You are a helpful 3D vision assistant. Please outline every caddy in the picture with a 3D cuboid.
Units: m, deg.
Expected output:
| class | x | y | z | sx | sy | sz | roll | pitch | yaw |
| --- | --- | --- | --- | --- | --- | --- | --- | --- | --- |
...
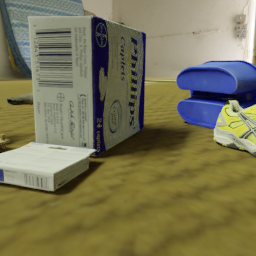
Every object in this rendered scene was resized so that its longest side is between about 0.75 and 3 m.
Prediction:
| class | x | y | z | sx | sy | sz | roll | pitch | yaw |
| --- | --- | --- | --- | --- | --- | --- | --- | --- | --- |
| caddy | 2.749 | -1.032 | 8.466 | 1.452 | 1.956 | 2.766 | -13 | 18 | -33 |

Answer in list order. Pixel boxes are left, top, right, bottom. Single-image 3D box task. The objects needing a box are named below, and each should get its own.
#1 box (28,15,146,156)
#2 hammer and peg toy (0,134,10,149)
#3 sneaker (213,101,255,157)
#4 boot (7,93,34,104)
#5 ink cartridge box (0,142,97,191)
| class | x | y | z | sx | sy | sz | roll | pitch | yaw |
| --- | --- | --- | --- | --- | --- | --- | --- | --- | --- |
| box | -0.739 | -1.072 | 6.679 | 1.533 | 2.687 | 2.922 | 6 | 15 | 21 |
| hammer and peg toy | -3.046 | 0.358 | 5.796 | 0.706 | 0.338 | 0.959 | 6 | 15 | 23 |
| sneaker | 2.814 | 0.043 | 5.645 | 0.997 | 1.010 | 2.643 | -6 | 14 | -33 |
| boot | -5.088 | -1.330 | 13.402 | 1.060 | 0.549 | 1.622 | -17 | 13 | -41 |
| ink cartridge box | -1.475 | 0.591 | 4.743 | 1.483 | 0.302 | 1.486 | 5 | 11 | 18 |
